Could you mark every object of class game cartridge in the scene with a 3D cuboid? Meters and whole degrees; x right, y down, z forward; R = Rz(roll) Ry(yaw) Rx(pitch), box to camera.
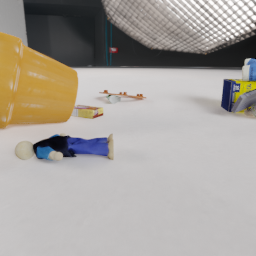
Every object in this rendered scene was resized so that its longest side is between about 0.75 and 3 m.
[{"bbox_3d":[4.346,-1.030,9.987,1.281,0.831,0.246,-20,53,-20],"label":"game cartridge"}]

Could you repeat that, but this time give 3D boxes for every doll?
[{"bbox_3d":[-1.421,0.441,6.295,2.187,0.530,1.492,-1,16,-4],"label":"doll"}]

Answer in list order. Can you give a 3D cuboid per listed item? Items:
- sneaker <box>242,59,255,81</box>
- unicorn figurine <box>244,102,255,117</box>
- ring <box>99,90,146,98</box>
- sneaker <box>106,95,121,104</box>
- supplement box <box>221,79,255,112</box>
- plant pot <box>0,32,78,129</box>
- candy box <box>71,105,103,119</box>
[{"bbox_3d":[5.238,-2.322,11.117,1.193,0.823,2.144,3,19,25],"label":"sneaker"},{"bbox_3d":[5.099,-0.955,9.387,1.955,1.051,2.846,-3,-29,-27],"label":"unicorn figurine"},{"bbox_3d":[-0.254,-1.694,13.929,2.388,0.229,2.388,6,6,-1],"label":"ring"},{"bbox_3d":[-0.822,-1.367,13.175,0.629,0.392,1.066,12,9,20],"label":"sneaker"},{"bbox_3d":[5.140,-1.335,11.456,2.272,1.236,1.244,1,15,3],"label":"supplement box"},{"bbox_3d":[-3.125,-1.273,8.998,2.639,2.882,2.882,11,9,-26],"label":"plant pot"},{"bbox_3d":[-1.615,-0.624,10.571,1.212,0.342,0.707,10,18,28],"label":"candy box"}]
